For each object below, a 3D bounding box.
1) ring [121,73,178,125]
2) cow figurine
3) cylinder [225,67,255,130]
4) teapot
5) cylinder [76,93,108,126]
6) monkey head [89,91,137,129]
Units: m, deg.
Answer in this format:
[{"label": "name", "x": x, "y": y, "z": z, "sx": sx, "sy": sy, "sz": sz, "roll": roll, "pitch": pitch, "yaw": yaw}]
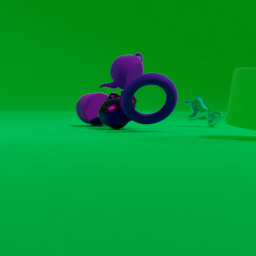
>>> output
[{"label": "ring", "x": 0.519, "y": -0.682, "z": 6.810, "sx": 1.392, "sy": 1.392, "sz": 0.278, "roll": 0, "pitch": 35, "yaw": -7}, {"label": "cow figurine", "x": 2.488, "y": -0.554, "z": 9.086, "sx": 1.110, "sy": 1.129, "sz": 0.619, "roll": -16, "pitch": -4, "yaw": 24}, {"label": "cylinder", "x": 2.504, "y": -0.535, "z": 5.331, "sx": 1.089, "sy": 1.089, "sz": 1.089, "roll": 6, "pitch": 8, "yaw": -1}, {"label": "teapot", "x": -0.125, "y": -1.577, "z": 7.917, "sx": 0.789, "sy": 1.612, "sz": 1.003, "roll": 32, "pitch": -20, "yaw": 31}, {"label": "cylinder", "x": -1.114, "y": -0.636, "z": 9.503, "sx": 1.092, "sy": 1.092, "sz": 1.092, "roll": -2, "pitch": 6, "yaw": -23}, {"label": "monkey head", "x": -0.203, "y": -0.372, "z": 8.042, "sx": 1.755, "sy": 1.058, "sz": 1.263, "roll": -5, "pitch": -36, "yaw": 32}]
